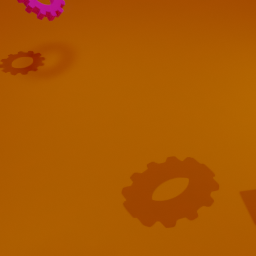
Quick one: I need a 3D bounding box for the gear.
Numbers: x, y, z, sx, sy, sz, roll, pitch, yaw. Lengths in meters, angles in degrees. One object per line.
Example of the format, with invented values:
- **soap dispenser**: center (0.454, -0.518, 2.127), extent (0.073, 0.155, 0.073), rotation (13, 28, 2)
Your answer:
- **gear**: center (-2.354, -3.542, 7.527), extent (1.317, 0.244, 1.317), rotation (18, 60, -36)
